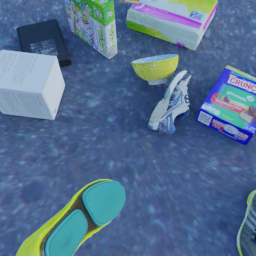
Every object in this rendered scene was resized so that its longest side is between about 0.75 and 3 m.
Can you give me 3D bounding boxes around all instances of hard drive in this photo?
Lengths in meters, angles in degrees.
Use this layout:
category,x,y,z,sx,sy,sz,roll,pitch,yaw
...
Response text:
category,x,y,z,sx,sy,sz,roll,pitch,yaw
hard drive,-3.171,-3.081,10.459,1.609,0.379,2.305,-17,61,-10

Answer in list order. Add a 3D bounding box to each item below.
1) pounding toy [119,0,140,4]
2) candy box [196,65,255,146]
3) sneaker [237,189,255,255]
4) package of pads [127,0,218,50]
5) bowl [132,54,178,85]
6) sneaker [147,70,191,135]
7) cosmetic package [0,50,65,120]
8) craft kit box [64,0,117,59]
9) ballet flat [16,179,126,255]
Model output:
category,x,y,z,sx,sy,sz,roll,pitch,yaw
pounding toy,0.193,-4.734,9.416,0.883,1.005,0.460,-9,23,-35
candy box,3.440,-0.768,8.884,1.753,0.798,2.073,29,63,17
sneaker,3.311,2.408,7.018,0.783,0.857,2.118,16,61,9
package of pads,1.730,-4.499,10.914,2.963,1.010,2.289,24,63,13
bowl,0.955,-1.928,9.428,1.552,0.835,1.552,-9,20,3
sneaker,1.544,-0.777,8.964,1.017,0.920,2.387,30,71,5
cosmetic package,-3.137,-1.319,8.796,1.787,1.495,1.486,7,61,4
craft kit box,-1.344,-3.871,9.845,2.233,2.261,0.549,37,68,20
ballet flat,-0.686,1.183,3.647,0.625,1.864,0.623,-24,92,27
